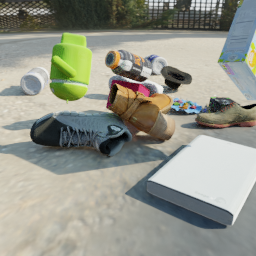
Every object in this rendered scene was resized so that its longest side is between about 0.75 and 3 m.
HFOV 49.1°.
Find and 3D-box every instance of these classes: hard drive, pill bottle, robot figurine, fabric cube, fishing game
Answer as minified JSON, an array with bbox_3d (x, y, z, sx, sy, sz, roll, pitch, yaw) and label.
[{"bbox_3d":[2.094,1.064,7.019,1.972,0.393,2.991,16,28,32],"label":"hard drive"},{"bbox_3d":[-4.567,-2.397,13.935,1.074,1.074,1.888,-1,24,-3],"label":"pill bottle"},{"bbox_3d":[-1.557,-1.573,7.627,1.069,1.848,1.621,6,2,-9],"label":"robot figurine"},{"bbox_3d":[1.652,-4.042,17.613,1.080,1.080,1.804,-7,24,-16],"label":"pill bottle"},{"bbox_3d":[-0.010,-2.137,9.553,1.621,0.861,0.861,8,12,-44],"label":"pill bottle"},{"bbox_3d":[0.014,-1.072,10.500,1.136,1.139,1.118,12,-4,23],"label":"fabric cube"},{"bbox_3d":[2.304,-1.010,11.544,2.202,0.342,1.577,12,25,8],"label":"fishing game"}]

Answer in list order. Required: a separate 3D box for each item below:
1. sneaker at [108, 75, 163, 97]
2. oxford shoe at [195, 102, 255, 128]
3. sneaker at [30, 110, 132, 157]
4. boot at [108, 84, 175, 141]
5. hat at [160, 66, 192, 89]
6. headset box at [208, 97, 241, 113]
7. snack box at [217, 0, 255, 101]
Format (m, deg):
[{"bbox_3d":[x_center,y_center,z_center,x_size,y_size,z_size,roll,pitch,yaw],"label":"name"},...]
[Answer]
[{"bbox_3d":[0.378,-1.819,12.996,2.708,1.055,1.346,19,20,24],"label":"sneaker"},{"bbox_3d":[3.525,-0.530,10.004,2.292,0.857,0.807,-4,24,-8],"label":"oxford shoe"},{"bbox_3d":[-1.252,0.218,8.096,2.960,1.111,1.710,-8,27,-19],"label":"sneaker"},{"bbox_3d":[0.416,-0.884,9.498,2.215,1.055,2.864,26,23,-15],"label":"boot"},{"bbox_3d":[2.365,-2.418,14.255,1.850,0.746,1.850,11,35,-8],"label":"hat"},{"bbox_3d":[3.841,-0.898,11.255,0.871,0.464,1.000,1,23,-10],"label":"headset box"},{"bbox_3d":[3.360,-2.137,7.181,0.777,2.295,1.936,8,-19,48],"label":"snack box"}]
